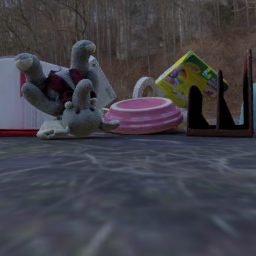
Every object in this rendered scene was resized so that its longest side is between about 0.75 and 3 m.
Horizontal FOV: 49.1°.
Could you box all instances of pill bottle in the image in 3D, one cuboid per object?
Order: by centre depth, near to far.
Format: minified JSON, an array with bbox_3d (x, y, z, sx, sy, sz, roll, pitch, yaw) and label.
[{"bbox_3d":[1.845,-0.351,10.296,0.756,0.756,1.359,-1,2,-34],"label":"pill bottle"}]

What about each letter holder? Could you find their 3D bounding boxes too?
[{"bbox_3d":[2.430,-0.853,7.314,1.412,1.996,2.808,1,3,20],"label":"letter holder"}]

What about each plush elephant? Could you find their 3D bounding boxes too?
[{"bbox_3d":[-1.158,-0.558,5.921,1.823,2.213,1.714,-17,34,-35],"label":"plush elephant"}]

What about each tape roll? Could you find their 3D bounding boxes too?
[{"bbox_3d":[0.598,-1.183,9.698,0.214,1.171,1.171,19,13,35],"label":"tape roll"}]

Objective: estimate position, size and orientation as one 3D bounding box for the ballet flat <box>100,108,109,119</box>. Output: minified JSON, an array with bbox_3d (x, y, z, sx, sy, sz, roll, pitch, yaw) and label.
[{"bbox_3d":[-1.200,-0.457,12.359,0.920,0.920,2.564,-2,2,-43],"label":"ballet flat"}]

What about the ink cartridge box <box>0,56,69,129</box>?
[{"bbox_3d":[-2.640,-0.919,8.528,1.180,2.033,2.755,1,3,24],"label":"ink cartridge box"}]

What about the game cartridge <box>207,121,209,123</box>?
[{"bbox_3d":[2.852,-0.266,13.993,1.944,0.315,1.714,0,2,34],"label":"game cartridge"}]

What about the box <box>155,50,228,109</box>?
[{"bbox_3d":[2.061,-1.493,9.780,1.706,0.703,2.907,39,-23,-9],"label":"box"}]

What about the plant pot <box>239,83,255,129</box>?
[{"bbox_3d":[5.425,-0.847,10.711,2.159,1.733,2.159,1,2,0],"label":"plant pot"}]

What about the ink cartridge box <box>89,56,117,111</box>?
[{"bbox_3d":[-1.742,-1.407,11.140,2.131,2.126,0.433,-38,42,-9],"label":"ink cartridge box"}]

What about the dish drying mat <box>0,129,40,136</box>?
[{"bbox_3d":[-2.849,0.087,6.541,1.952,0.178,0.750,-1,1,-9],"label":"dish drying mat"}]

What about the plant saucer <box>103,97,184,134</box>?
[{"bbox_3d":[0.389,-0.424,7.811,2.261,0.573,2.261,-6,16,2],"label":"plant saucer"}]
